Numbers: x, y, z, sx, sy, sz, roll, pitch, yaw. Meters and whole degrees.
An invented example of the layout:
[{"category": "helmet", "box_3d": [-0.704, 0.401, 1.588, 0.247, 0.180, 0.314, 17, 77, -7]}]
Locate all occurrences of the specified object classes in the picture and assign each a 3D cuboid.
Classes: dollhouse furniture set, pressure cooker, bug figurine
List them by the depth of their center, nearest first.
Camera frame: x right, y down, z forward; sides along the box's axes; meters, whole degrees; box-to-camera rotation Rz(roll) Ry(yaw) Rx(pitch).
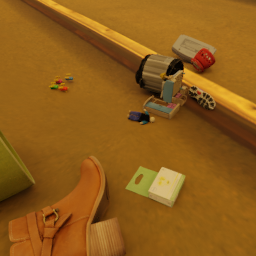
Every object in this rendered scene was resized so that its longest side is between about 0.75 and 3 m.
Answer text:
[{"category": "dollhouse furniture set", "box_3d": [1.266, -1.354, 9.264, 1.040, 1.594, 1.505, 21, 42, 24]}, {"category": "pressure cooker", "box_3d": [1.093, -1.992, 10.220, 1.573, 1.405, 1.383, 20, 9, 28]}, {"category": "bug figurine", "box_3d": [-2.566, -1.726, 10.871, 0.825, 0.274, 1.064, 1, 41, 11]}]

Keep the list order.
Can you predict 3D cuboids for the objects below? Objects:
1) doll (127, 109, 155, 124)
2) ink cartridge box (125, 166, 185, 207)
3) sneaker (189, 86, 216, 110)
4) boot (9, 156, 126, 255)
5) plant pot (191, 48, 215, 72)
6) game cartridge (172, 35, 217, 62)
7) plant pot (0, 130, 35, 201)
[{"category": "doll", "box_3d": [0.448, -0.369, 9.100, 0.890, 0.216, 0.607, 15, 60, 14]}, {"category": "ink cartridge box", "box_3d": [0.673, 1.328, 6.857, 1.227, 0.294, 0.893, 19, 41, 20]}, {"category": "sneaker", "box_3d": [2.708, -1.113, 9.926, 0.514, 0.497, 1.232, 1, 39, -37]}, {"category": "boot", "box_3d": [-1.351, 1.775, 5.861, 2.073, 1.024, 2.670, -13, 46, -9]}, {"category": "plant pot", "box_3d": [3.120, -2.813, 11.770, 0.751, 0.824, 0.824, -41, 45, 1]}, {"category": "game cartridge", "box_3d": [2.956, -3.510, 12.691, 1.804, 0.365, 1.203, 28, 59, 14]}, {"category": "plant pot", "box_3d": [-3.879, 0.939, 5.896, 2.747, 2.570, 2.570, -35, 48, -19]}]
